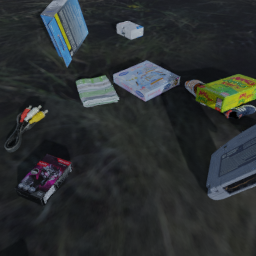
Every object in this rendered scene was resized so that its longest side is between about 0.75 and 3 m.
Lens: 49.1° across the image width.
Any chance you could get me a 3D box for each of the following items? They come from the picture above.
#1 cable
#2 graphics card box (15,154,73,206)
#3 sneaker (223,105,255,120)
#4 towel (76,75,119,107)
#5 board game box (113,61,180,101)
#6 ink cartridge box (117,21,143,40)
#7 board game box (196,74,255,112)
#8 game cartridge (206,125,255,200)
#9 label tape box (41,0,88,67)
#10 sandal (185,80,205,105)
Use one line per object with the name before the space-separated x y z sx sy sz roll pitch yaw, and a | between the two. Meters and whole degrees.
cable | -3.563 -0.077 9.271 0.978 0.507 2.013 13 41 15
graphics card box | -2.256 1.373 7.646 0.880 0.357 1.402 17 43 18
sneaker | 3.980 -0.508 9.897 1.109 0.416 0.469 -7 38 7
towel | -1.278 -1.544 11.220 1.415 0.291 1.897 -11 41 -14
board game box | 0.766 -2.029 11.700 1.985 0.408 1.981 -28 47 -30
ink cartridge box | 0.104 -5.544 15.840 0.928 0.544 1.267 -28 46 -31
board game box | 3.851 -1.365 10.474 2.429 0.578 1.234 -20 35 -30
game cartridge | 3.152 0.662 7.039 0.547 2.634 1.754 42 43 -7
label tape box | -1.969 -2.958 8.444 0.618 1.408 1.952 2 48 19
sandal | 2.857 -1.535 11.045 0.652 0.488 1.702 -11 41 -14
